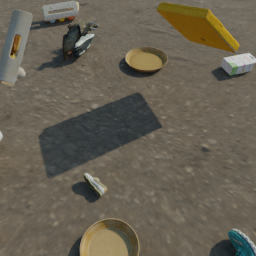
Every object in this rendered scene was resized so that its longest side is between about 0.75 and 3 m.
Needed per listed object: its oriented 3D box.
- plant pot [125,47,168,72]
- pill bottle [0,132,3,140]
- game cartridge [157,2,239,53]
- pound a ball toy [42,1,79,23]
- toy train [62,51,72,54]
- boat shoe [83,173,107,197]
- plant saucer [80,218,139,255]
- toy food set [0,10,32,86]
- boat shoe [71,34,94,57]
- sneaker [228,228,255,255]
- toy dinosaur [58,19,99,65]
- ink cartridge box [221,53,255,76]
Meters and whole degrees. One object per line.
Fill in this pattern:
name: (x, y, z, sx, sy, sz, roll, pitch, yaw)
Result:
plant pot: (0.858, -3.151, 12.994, 1.958, 0.269, 1.958, 0, 46, 0)
pill bottle: (-4.764, 0.733, 8.825, 0.971, 0.971, 1.727, 10, 47, 10)
game cartridge: (2.421, -3.500, 9.702, 2.199, 2.495, 0.405, 33, 99, 42)
pound a ball toy: (-3.732, -6.608, 15.995, 2.194, 0.932, 1.431, -16, 23, -14)
toy train: (-2.696, -4.099, 13.324, 0.450, 1.215, 1.617, 20, 42, -7)
boat shoe: (-0.990, 1.661, 8.415, 0.305, 0.333, 0.891, -33, 65, -30)
plant saucer: (-0.458, 3.059, 7.104, 1.493, 0.264, 1.493, 0, 47, 0)
toy food set: (-3.006, -2.013, 7.629, 0.731, 1.737, 2.420, 15, 0, -25)
boat shoe: (-2.198, -4.032, 13.593, 0.776, 0.619, 2.052, 3, 34, 27)
sneaker: (2.836, 3.266, 6.673, 0.703, 0.684, 1.764, -16, 48, -3)
toy dinosaur: (-1.733, -2.749, 8.608, 1.797, 0.692, 0.919, -44, 22, 4)
ink cartridge box: (5.030, -2.875, 12.585, 1.385, 0.466, 0.811, -14, 48, -13)
